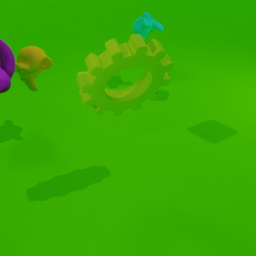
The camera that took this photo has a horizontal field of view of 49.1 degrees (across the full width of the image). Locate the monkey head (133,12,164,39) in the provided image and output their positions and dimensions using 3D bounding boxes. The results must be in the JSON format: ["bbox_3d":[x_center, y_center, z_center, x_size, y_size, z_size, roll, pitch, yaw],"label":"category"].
[{"bbox_3d":[0.654,-3.388,9.549,0.956,0.801,1.329,28,43,-9],"label":"monkey head"}]

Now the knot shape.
[{"bbox_3d":[-2.203,-1.027,4.114,0.760,1.645,1.539,-14,37,-8],"label":"knot shape"}]

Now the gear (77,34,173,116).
[{"bbox_3d":[-0.040,-0.819,4.730,1.585,1.585,0.293,-12,59,-19],"label":"gear"}]

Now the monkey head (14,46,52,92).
[{"bbox_3d":[-2.237,-1.426,6.652,0.807,0.963,1.339,-39,38,-21],"label":"monkey head"}]
